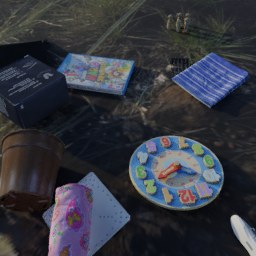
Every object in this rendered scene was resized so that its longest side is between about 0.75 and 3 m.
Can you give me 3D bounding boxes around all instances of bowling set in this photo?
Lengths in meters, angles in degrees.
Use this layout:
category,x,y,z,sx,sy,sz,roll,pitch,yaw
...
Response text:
category,x,y,z,sx,sy,sz,roll,pitch,yaw
bowling set,2.615,-5.000,13.318,1.344,0.722,0.935,-22,49,-20

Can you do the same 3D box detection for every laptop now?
category,x,y,z,sx,sy,sz,roll,pitch,yaw
laptop,-4.446,-2.856,11.635,2.320,1.352,2.617,-10,21,-10

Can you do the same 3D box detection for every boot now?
category,x,y,z,sx,sy,sz,roll,pitch,yaw
boot,2.838,2.457,6.294,0.523,0.421,1.158,-12,54,-21

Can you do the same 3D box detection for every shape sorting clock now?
category,x,y,z,sx,sy,sz,roll,pitch,yaw
shape sorting clock,1.283,1.072,7.506,2.500,0.490,2.500,1,46,-1

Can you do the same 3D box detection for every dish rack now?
category,x,y,z,sx,sy,sz,roll,pitch,yaw
dish rack,2.068,-2.443,11.135,0.844,0.300,1.101,3,47,5

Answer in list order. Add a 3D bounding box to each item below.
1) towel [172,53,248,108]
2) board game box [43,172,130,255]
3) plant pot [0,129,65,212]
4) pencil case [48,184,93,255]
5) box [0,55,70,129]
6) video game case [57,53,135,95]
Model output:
category,x,y,z,sx,sy,sz,roll,pitch,yaw
towel,3.119,-1.894,10.404,2.537,0.303,1.837,-35,63,-29
board game box,-0.970,2.058,6.449,1.566,0.203,1.566,-41,56,-11
plant pot,-2.415,1.106,6.864,1.587,1.587,1.571,-2,53,-2
pencil case,-1.171,2.067,5.624,0.825,0.825,1.887,1,64,1
box,-3.361,-1.231,9.307,1.986,1.166,1.953,30,53,26
video game case,-1.311,-2.145,10.853,2.814,0.251,2.014,9,47,9
